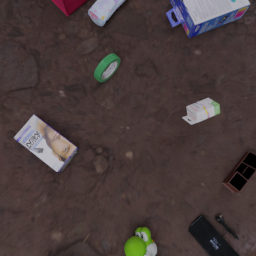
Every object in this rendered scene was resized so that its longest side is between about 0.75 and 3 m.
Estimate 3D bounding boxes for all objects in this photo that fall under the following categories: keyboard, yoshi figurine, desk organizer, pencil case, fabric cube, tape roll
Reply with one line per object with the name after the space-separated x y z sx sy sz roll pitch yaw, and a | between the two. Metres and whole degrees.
2.951 3.594 9.078 1.177 0.191 1.852 -41 82 -2 | keyboard
0.428 4.205 8.450 1.249 1.244 2.222 -13 75 4 | yoshi figurine
3.856 1.450 9.350 0.526 0.564 1.466 40 81 8 | desk organizer
-0.690 -4.713 10.628 0.811 0.743 1.787 40 81 5 | pencil case
-2.269 -6.179 10.133 2.416 2.378 2.424 -42 81 -7 | fabric cube
-0.722 -2.093 9.803 0.260 1.080 1.080 42 81 10 | tape roll

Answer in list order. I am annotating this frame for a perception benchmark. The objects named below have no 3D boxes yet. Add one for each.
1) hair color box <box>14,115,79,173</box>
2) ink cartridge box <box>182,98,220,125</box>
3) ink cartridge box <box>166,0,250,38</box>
-2.747 0.538 9.537 1.915 0.620 1.046 36 79 6 | hair color box
2.080 -0.491 8.078 0.958 0.561 0.323 -22 122 -12 | ink cartridge box
2.796 -4.624 10.457 2.671 1.020 1.822 -21 79 -6 | ink cartridge box
